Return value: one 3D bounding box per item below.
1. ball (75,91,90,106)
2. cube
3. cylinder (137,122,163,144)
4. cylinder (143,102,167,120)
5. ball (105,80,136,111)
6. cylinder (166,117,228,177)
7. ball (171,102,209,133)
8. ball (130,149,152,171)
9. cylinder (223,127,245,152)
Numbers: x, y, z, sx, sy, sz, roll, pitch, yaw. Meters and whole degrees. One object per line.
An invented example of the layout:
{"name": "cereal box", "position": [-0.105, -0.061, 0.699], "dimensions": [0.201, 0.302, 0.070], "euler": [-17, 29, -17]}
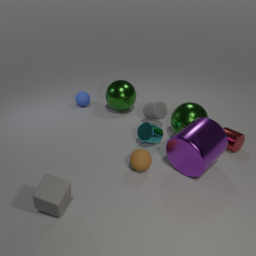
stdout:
{"name": "ball", "position": [-2.131, -1.377, 13.205], "dimensions": [0.700, 0.700, 0.700], "euler": [0, 29, 0]}
{"name": "cube", "position": [-1.918, 1.719, 7.152], "dimensions": [0.700, 0.700, 0.700], "euler": [18, 48, 6]}
{"name": "cylinder", "position": [0.806, 0.185, 10.139], "dimensions": [0.700, 0.700, 0.700], "euler": [26, 6, 38]}
{"name": "cylinder", "position": [1.078, -0.686, 11.189], "dimensions": [0.700, 0.700, 0.700], "euler": [-22, 13, -34]}
{"name": "ball", "position": [-0.316, -1.467, 12.636], "dimensions": [1.400, 1.400, 1.400], "euler": [0, 29, 0]}
{"name": "cylinder", "position": [2.142, 0.573, 8.743], "dimensions": [1.400, 1.400, 1.400], "euler": [26, 46, 38]}
{"name": "ball", "position": [2.302, -0.266, 10.471], "dimensions": [1.400, 1.400, 1.400], "euler": [0, 29, 0]}
{"name": "ball", "position": [0.401, 1.008, 8.845], "dimensions": [0.700, 0.700, 0.700], "euler": [0, 29, 0]}
{"name": "cylinder", "position": [3.661, 0.408, 9.982], "dimensions": [0.700, 0.700, 0.700], "euler": [-22, 36, -34]}
